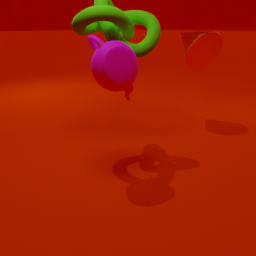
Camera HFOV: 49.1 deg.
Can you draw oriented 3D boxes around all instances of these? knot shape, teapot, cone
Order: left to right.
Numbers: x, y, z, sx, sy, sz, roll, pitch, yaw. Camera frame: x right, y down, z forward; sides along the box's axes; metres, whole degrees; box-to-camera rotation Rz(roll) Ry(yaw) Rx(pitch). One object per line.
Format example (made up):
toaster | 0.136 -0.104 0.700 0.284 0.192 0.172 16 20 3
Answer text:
teapot | -0.293 -1.198 5.743 0.998 1.605 0.786 -43 23 -19
knot shape | -0.319 -2.608 6.929 2.080 0.961 1.947 11 33 -19
cone | 2.145 -2.869 9.344 1.368 1.368 1.373 -11 46 -26
